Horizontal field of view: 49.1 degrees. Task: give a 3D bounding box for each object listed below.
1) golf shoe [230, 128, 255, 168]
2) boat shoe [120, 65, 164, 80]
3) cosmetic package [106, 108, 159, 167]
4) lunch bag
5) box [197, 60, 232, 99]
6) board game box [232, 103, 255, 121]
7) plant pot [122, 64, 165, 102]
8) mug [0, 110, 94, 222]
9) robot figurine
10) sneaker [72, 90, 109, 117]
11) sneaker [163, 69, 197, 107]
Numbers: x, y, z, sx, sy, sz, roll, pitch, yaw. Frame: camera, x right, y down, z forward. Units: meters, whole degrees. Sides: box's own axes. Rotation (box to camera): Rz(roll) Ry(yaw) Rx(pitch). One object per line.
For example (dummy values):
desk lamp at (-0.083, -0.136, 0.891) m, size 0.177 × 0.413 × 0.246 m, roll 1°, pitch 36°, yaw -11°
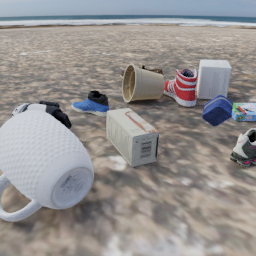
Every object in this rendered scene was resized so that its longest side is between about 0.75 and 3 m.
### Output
golf shoe at (4.235, 0.486, 8.922) m, size 2.265 × 0.998 × 0.874 m, roll -16°, pitch 29°, yaw -33°
boat shoe at (0.834, -3.316, 16.801) m, size 2.727 × 1.009 × 1.007 m, roll 9°, pitch 27°, yaw 18°
cosmetic package at (0.088, 0.232, 9.303) m, size 0.939 × 1.112 × 2.151 m, roll -10°, pitch 29°, yaw -23°
lunch bag at (3.188, -0.626, 10.019) m, size 0.734 × 1.080 × 0.714 m, roll 35°, pitch 52°, yaw -13°
box at (4.340, -2.493, 14.315) m, size 1.445 × 1.678 × 1.686 m, roll 5°, pitch 26°, yaw 10°
board game box at (5.344, -0.710, 12.139) m, size 1.828 × 0.334 × 1.383 m, roll 1°, pitch 25°, yaw 0°
plant pot at (0.810, -2.099, 13.695) m, size 1.690 × 1.846 × 1.846 m, roll 4°, pitch 23°, yaw -20°
mug at (-2.220, 1.098, 6.932) m, size 2.614 × 1.930 × 2.292 m, roll -45°, pitch 51°, yaw -16°
robot figurine at (-3.111, -0.214, 9.969) m, size 2.086 × 1.301 × 1.567 m, roll 9°, pitch 14°, yaw 16°
sneaker at (-1.674, -1.199, 12.310) m, size 1.915 × 1.065 × 0.735 m, roll 15°, pitch 29°, yaw 28°
sneaker at (2.516, -2.295, 13.887) m, size 1.062 × 1.677 × 2.982 m, roll -8°, pitch 27°, yaw -17°
